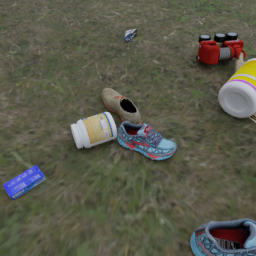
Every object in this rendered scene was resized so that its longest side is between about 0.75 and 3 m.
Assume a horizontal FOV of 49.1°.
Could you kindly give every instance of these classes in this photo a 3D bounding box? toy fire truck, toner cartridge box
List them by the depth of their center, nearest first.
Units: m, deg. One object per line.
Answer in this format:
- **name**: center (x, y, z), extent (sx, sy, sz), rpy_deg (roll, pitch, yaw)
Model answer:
- **toner cartridge box**: center (-3.183, 1.668, 8.612), extent (1.123, 0.242, 0.533), rpy_deg (-33, 57, -25)
- **toy fire truck**: center (4.229, -3.071, 12.318), extent (1.993, 1.457, 2.265), rpy_deg (-7, 38, -7)

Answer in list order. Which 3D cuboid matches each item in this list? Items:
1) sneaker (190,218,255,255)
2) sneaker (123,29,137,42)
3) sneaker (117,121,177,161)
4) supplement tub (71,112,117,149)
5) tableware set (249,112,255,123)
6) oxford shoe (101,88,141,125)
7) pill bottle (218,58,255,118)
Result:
- **sneaker**: center (3.042, 2.872, 6.763), extent (2.864, 1.368, 1.136), rpy_deg (3, 48, 3)
- **sneaker**: center (0.033, -4.751, 14.352), extent (0.475, 0.430, 1.115), rpy_deg (17, 42, 28)
- **sneaker**: center (0.600, 0.370, 9.262), extent (2.118, 1.012, 0.840), rpy_deg (15, 50, 13)
- **supplement tub**: center (-1.162, 0.093, 9.531), extent (1.365, 0.987, 0.987), rpy_deg (-18, 50, -16)
- **tableware set**: center (5.095, -0.323, 10.423), extent (0.723, 0.219, 1.094), rpy_deg (-24, 52, -20)
- **oxford shoe**: center (-0.244, -0.971, 10.569), extent (0.815, 0.865, 2.314), rpy_deg (-30, 54, -24)
- **pill bottle**: center (4.786, -1.726, 10.816), extent (1.486, 1.486, 2.850), rpy_deg (31, 55, 25)
